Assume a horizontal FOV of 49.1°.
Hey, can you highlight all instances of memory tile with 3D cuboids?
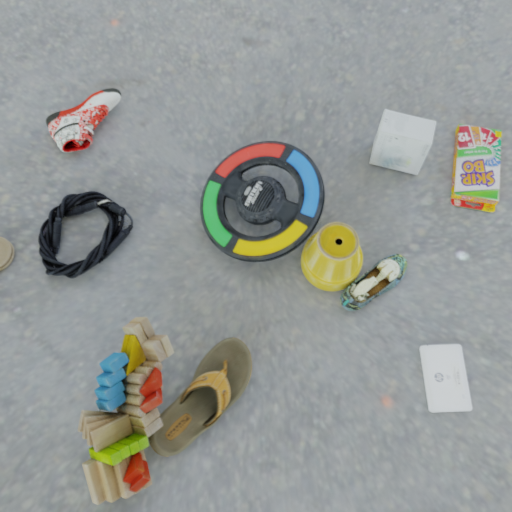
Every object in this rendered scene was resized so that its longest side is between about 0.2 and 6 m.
[{"bbox_3d":[-6.265,0.652,10.923,2.235,0.245,2.916,19,68,8],"label":"memory tile"}]

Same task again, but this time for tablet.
[{"bbox_3d":[3.499,2.249,10.351,0.802,0.084,1.232,-2,67,-1],"label":"tablet"}]

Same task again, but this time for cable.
[{"bbox_3d":[-3.577,-0.448,11.231,1.633,0.509,2.002,36,73,14],"label":"cable"}]

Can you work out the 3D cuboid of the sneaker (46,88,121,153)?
[{"bbox_3d":[-3.607,-2.898,12.205,1.760,0.588,0.943,-27,71,-7],"label":"sneaker"}]

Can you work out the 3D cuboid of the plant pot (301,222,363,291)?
[{"bbox_3d":[1.499,-0.061,10.733,1.209,1.137,1.209,0,68,-1],"label":"plant pot"}]

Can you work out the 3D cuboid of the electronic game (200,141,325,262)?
[{"bbox_3d":[0.088,-1.105,11.057,2.554,0.531,2.554,-6,71,17],"label":"electronic game"}]

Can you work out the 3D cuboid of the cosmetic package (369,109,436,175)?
[{"bbox_3d":[3.035,-2.348,11.674,1.079,1.075,0.663,14,63,6],"label":"cosmetic package"}]

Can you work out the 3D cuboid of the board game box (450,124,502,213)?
[{"bbox_3d":[4.708,-1.892,11.971,0.940,0.295,1.968,10,71,5],"label":"board game box"}]

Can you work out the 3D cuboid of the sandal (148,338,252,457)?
[{"bbox_3d":[-0.908,2.466,9.725,0.959,0.645,2.388,42,72,4],"label":"sandal"}]

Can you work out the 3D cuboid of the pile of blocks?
[{"bbox_3d":[-2.071,2.502,9.190,0.951,1.256,3.060,-8,73,44],"label":"pile of blocks"}]

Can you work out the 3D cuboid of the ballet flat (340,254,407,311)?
[{"bbox_3d":[2.345,0.472,10.824,1.661,0.616,0.616,-39,73,-15],"label":"ballet flat"}]
